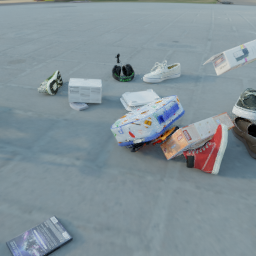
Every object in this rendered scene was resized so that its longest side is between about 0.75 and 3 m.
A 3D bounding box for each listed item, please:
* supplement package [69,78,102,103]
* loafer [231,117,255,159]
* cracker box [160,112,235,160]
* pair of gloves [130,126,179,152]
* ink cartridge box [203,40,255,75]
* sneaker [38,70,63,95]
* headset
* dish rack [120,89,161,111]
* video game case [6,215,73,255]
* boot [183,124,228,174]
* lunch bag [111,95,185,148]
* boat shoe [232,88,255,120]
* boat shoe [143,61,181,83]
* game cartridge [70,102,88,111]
[{"bbox_3d":[-1.903,-1.677,12.541,1.420,0.787,1.106,2,26,-8],"label":"supplement package"},{"bbox_3d":[4.300,0.149,9.625,0.836,0.812,2.289,-3,31,-5],"label":"loafer"},{"bbox_3d":[2.184,0.253,8.896,1.996,1.337,0.576,-18,73,-28],"label":"cracker box"},{"bbox_3d":[0.850,0.350,9.044,1.582,0.196,1.409,-26,3,41],"label":"pair of gloves"},{"bbox_3d":[2.935,-1.905,7.754,1.459,0.491,0.854,-21,-1,-5],"label":"ink cartridge box"},{"bbox_3d":[-3.872,-2.276,13.855,0.941,0.817,2.125,-5,28,7],"label":"sneaker"},{"bbox_3d":[-0.326,-3.262,15.307,1.202,0.915,1.947,-7,42,-13],"label":"headset"},{"bbox_3d":[0.627,-1.308,12.544,1.766,0.384,1.515,-9,32,-13],"label":"dish rack"},{"bbox_3d":[-1.984,2.537,6.287,1.206,0.114,0.862,-24,38,-33],"label":"video game case"},{"bbox_3d":[2.234,0.540,8.199,1.096,1.519,0.550,13,13,7],"label":"boot"},{"bbox_3d":[0.725,-0.234,9.467,1.993,0.940,2.487,-15,15,41],"label":"lunch bag"},{"bbox_3d":[4.678,-1.034,10.912,0.997,0.981,2.766,17,21,10],"label":"boat shoe"},{"bbox_3d":[1.861,-3.107,14.939,2.374,1.012,0.877,-15,34,-24],"label":"boat shoe"},{"bbox_3d":[-2.169,-0.979,12.199,0.540,0.166,0.811,-20,35,-36],"label":"game cartridge"}]
